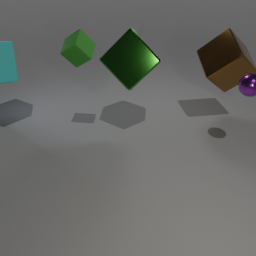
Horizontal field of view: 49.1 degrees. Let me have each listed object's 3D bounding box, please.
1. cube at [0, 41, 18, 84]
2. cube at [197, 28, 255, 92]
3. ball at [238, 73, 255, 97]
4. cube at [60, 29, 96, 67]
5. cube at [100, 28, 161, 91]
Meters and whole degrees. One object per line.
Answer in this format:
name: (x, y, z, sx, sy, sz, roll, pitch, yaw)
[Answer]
cube: (-4.925, -2.258, 9.788, 1.400, 1.400, 1.400, 10, 21, 37)
cube: (3.620, -2.435, 10.271, 1.400, 1.400, 1.400, 23, 47, -41)
ball: (3.710, -1.294, 8.466, 0.700, 0.700, 0.700, 0, 32, 0)
cube: (-1.519, -2.428, 8.560, 0.700, 0.700, 0.700, -18, 50, 35)
cube: (0.088, -2.298, 9.421, 1.400, 1.400, 1.400, -42, 10, 12)
